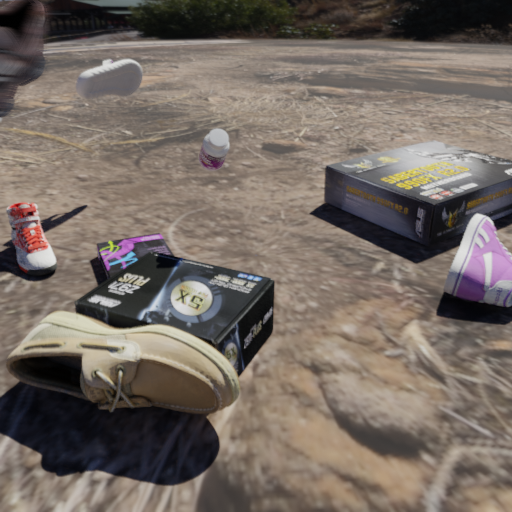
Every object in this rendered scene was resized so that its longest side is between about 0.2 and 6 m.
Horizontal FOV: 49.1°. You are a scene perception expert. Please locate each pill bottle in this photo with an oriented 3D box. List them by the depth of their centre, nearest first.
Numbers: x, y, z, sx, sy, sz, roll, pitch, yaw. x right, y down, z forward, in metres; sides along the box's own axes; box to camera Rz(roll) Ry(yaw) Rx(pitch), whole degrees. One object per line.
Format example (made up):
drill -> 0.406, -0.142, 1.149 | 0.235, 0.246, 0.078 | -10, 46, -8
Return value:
pill bottle -> -0.649, -1.659, 8.743 | 0.415, 0.738, 0.415 | 4, 70, -12

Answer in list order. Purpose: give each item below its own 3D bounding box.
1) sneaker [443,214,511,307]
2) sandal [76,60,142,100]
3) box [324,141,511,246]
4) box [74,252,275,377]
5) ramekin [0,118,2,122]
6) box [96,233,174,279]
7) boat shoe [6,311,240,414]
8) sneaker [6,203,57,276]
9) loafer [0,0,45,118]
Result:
sneaker -> 4.024, 0.132, 9.410 | 1.301, 0.827, 2.283 | 17, 40, 21
sandal -> -3.245, -3.952, 12.316 | 0.521, 0.862, 2.118 | 32, 29, 12
box -> 3.932, -1.587, 12.556 | 3.824, 0.924, 3.028 | -17, 32, -31
box -> -1.044, 0.843, 7.680 | 2.130, 0.917, 1.744 | 12, 28, 22
ramekin -> -9.109, -4.935, 18.999 | 0.598, 1.285, 1.285 | 12, 27, 1
box -> -2.063, 0.116, 9.863 | 1.211, 0.306, 1.694 | -11, 30, -21
boat shoe -> -1.608, 1.389, 6.534 | 2.930, 1.057, 0.952 | 9, 32, 24
sneaker -> -4.099, -0.372, 10.103 | 0.593, 0.952, 1.777 | -15, 30, -27
loafer -> -3.181, -2.434, 6.586 | 1.090, 0.955, 3.031 | 20, 27, -15
